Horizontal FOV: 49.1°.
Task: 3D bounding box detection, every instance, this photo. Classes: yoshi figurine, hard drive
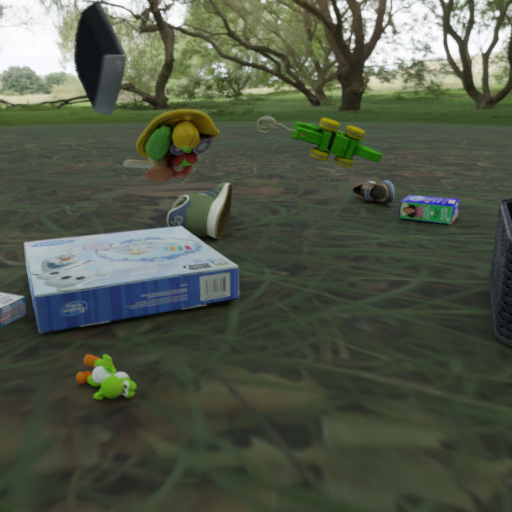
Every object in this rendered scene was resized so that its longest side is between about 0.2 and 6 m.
[{"bbox_3d":[-1.716,1.389,6.323,0.785,0.441,0.439,15,38,33],"label":"yoshi figurine"},{"bbox_3d":[-2.780,-3.377,9.807,0.387,1.232,1.827,-23,-7,-27],"label":"hard drive"}]

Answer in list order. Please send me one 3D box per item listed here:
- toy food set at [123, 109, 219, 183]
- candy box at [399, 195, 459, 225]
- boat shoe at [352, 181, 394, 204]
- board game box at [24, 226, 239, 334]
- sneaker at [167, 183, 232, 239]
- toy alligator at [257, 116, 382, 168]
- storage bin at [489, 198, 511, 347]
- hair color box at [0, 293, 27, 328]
[{"bbox_3d":[-1.388,-1.669,9.483,1.182,0.656,2.009,4,-21,-32],"label":"toy food set"},{"bbox_3d":[4.460,-1.205,14.403,1.313,0.506,1.110,8,17,26],"label":"candy box"},{"bbox_3d":[3.388,-1.820,16.310,0.665,0.664,1.837,-9,9,-13],"label":"boat shoe"},{"bbox_3d":[-2.235,0.239,9.495,3.020,0.655,3.006,-7,19,-23],"label":"board game box"},{"bbox_3d":[-1.344,-1.208,13.538,1.320,0.986,2.941,6,21,2],"label":"sneaker"},{"bbox_3d":[1.377,-2.604,12.218,2.804,0.831,0.761,15,24,-5],"label":"toy alligator"},{"bbox_3d":[4.719,0.201,8.283,2.150,1.491,3.181,6,17,19],"label":"storage bin"},{"bbox_3d":[-4.055,0.764,8.393,1.062,0.321,0.531,6,18,20],"label":"hair color box"}]
